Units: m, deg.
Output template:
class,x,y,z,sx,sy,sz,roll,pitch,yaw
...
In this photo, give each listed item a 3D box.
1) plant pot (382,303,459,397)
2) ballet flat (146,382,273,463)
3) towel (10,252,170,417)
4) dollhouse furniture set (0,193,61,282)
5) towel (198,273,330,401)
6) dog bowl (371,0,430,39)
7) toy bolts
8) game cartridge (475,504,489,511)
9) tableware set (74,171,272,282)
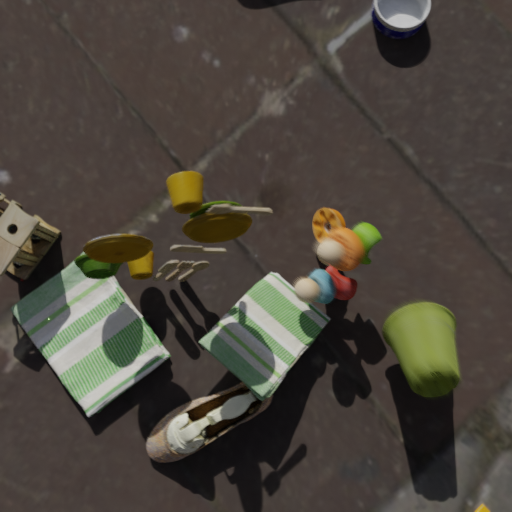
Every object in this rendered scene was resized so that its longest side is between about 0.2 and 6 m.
class,x,y,z,sx,sy,sz,roll,pitch,yaw
plant pot,2.708,1.579,8.932,1.205,1.205,1.145,2,40,0
ballet flat,-0.819,2.718,9.320,2.382,0.801,0.811,-31,84,-4
towel,-2.890,1.324,9.764,1.834,0.281,2.404,-38,83,-4
dollhouse furniture set,-4.485,-0.468,9.594,1.588,1.119,1.113,33,83,3
towel,0.190,1.282,9.432,1.437,0.220,1.884,41,64,8
dog bowl,2.702,-4.645,10.524,1.033,0.407,1.033,0,82,0
toy bolts,1.088,0.051,9.289,1.060,1.528,1.460,-13,39,-36
game cartridge,3.782,4.676,9.412,0.730,0.118,0.644,-42,84,-3
tableware set,-1.425,-0.322,8.405,2.184,3.243,0.498,2,69,-31
